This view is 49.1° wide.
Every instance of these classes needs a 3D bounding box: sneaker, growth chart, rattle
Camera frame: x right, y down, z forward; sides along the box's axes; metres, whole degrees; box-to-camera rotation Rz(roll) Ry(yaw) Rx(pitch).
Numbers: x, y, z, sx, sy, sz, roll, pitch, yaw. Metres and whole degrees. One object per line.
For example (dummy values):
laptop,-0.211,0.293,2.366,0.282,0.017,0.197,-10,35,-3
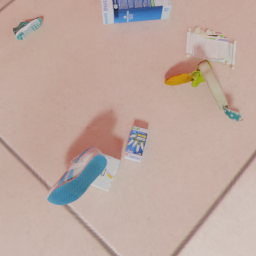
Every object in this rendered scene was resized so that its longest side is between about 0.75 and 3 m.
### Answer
sneaker,-4.120,-4.152,11.359,1.283,0.498,0.585,-38,74,-12
growth chart,3.333,-3.270,11.239,2.138,0.190,1.547,15,74,4
rattle,2.770,-1.010,10.206,1.848,1.684,2.586,-27,99,2
sneaker,-1.623,1.507,8.749,2.185,0.836,0.883,-42,34,-4

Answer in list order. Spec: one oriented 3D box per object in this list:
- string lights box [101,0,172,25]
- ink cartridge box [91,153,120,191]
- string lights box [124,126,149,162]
string lights box,0.273,-5.182,11.457,2.768,0.816,1.422,-6,74,-2
ink cartridge box,-0.836,1.502,9.531,0.791,0.805,1.093,22,76,6
string lights box,0.305,0.579,10.037,0.602,0.346,1.172,14,74,4
